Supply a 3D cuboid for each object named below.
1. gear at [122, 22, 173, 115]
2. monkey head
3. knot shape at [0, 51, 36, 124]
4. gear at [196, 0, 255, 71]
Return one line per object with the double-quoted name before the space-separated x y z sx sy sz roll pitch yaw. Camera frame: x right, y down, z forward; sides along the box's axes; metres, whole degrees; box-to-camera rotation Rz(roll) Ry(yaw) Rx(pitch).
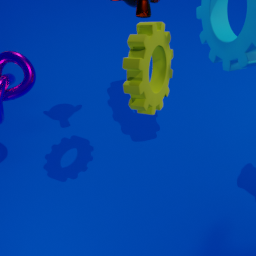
"gear" 0.326 -0.839 4.001 0.234 1.265 1.265 10 59 26
"monkey head" 0.155 -2.066 4.435 1.011 0.609 0.727 -6 98 -19
"knot shape" -1.937 -0.699 4.389 1.074 0.530 1.148 -47 48 4
"gear" 1.876 -2.079 4.864 0.387 2.091 2.091 -12 61 -12
